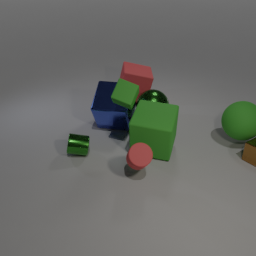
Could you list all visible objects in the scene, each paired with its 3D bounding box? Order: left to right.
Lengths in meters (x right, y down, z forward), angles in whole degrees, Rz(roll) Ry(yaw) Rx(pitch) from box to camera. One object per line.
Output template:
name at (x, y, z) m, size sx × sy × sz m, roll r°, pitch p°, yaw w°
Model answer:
cylinder at (-1.722, 0.570, 9.656) m, size 0.700 × 0.700 × 0.700 m, roll 8°, pitch 27°, yaw -11°
cube at (-0.526, -0.867, 11.160) m, size 1.400 × 1.400 × 1.400 m, roll 6°, pitch 61°, yaw 11°
cube at (-0.080, -1.107, 9.207) m, size 0.700 × 0.700 × 0.700 m, roll 22°, pitch -7°, yaw 6°
cube at (0.331, -2.212, 13.608) m, size 1.400 × 1.400 × 1.400 m, roll 10°, pitch 33°, yaw -9°
cylinder at (0.325, 0.843, 8.243) m, size 0.700 × 0.700 × 0.700 m, roll -4°, pitch -15°, yaw -8°
ball at (1.038, -0.932, 11.837) m, size 1.400 × 1.400 × 1.400 m, roll 0°, pitch 29°, yaw 0°
cube at (0.899, 0.060, 9.628) m, size 1.400 × 1.400 × 1.400 m, roll 10°, pitch 43°, yaw 14°
ball at (4.050, -0.256, 9.940) m, size 1.400 × 1.400 × 1.400 m, roll 0°, pitch 29°, yaw 0°
cube at (4.363, 0.806, 9.358) m, size 0.700 × 0.700 × 0.700 m, roll -19°, pitch 34°, yaw -31°
